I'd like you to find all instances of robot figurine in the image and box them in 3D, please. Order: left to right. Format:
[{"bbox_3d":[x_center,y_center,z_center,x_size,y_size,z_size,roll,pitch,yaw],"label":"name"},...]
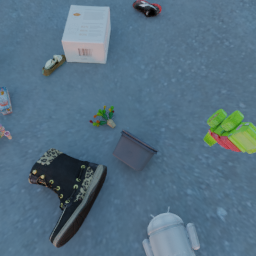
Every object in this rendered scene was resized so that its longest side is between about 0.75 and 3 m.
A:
[{"bbox_3d":[1.252,3.377,8.181,1.690,1.125,1.993,-26,59,13],"label":"robot figurine"}]

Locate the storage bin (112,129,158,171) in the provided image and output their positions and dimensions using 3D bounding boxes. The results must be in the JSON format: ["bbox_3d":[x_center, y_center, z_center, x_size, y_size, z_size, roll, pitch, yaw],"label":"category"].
[{"bbox_3d":[0.216,0.826,9.872,1.439,1.047,0.967,33,92,17],"label":"storage bin"}]

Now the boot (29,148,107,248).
[{"bbox_3d":[-2.201,2.049,8.998,2.190,1.064,2.909,23,59,12],"label":"boot"}]

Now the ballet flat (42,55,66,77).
[{"bbox_3d":[-3.231,-2.853,12.206,0.484,0.516,1.426,32,64,18],"label":"ballet flat"}]

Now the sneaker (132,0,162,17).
[{"bbox_3d":[0.893,-5.956,14.015,1.506,0.532,0.736,17,59,8],"label":"sneaker"}]

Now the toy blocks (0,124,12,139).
[{"bbox_3d":[-4.953,0.174,10.272,0.929,0.782,0.869,39,67,20],"label":"toy blocks"}]

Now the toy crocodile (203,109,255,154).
[{"bbox_3d":[2.507,0.156,6.885,0.935,2.769,0.855,44,93,-4],"label":"toy crocodile"}]

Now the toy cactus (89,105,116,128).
[{"bbox_3d":[-0.857,-0.340,10.818,0.906,0.561,1.098,46,66,3],"label":"toy cactus"}]

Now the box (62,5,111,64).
[{"bbox_3d":[-1.779,-4.210,12.564,1.801,1.258,2.365,4,60,2],"label":"box"}]

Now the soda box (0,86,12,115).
[{"bbox_3d":[-4.958,-1.097,11.242,0.365,0.393,1.148,-18,61,-10],"label":"soda box"}]
